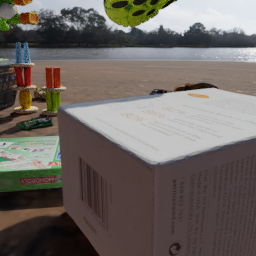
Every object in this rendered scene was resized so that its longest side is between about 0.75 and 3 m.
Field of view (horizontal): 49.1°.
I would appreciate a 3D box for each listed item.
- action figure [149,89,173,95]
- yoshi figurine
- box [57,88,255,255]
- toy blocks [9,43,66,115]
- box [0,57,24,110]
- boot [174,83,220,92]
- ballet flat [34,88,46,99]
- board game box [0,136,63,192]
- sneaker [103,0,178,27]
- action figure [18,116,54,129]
[{"bbox_3d":[1.300,-1.319,11.361,0.986,0.526,1.515,-2,11,20],"label":"action figure"},{"bbox_3d":[-2.243,-2.088,4.953,1.281,0.720,0.717,0,-15,10],"label":"yoshi figurine"},{"bbox_3d":[0.815,0.461,3.480,2.778,1.477,2.115,-9,19,-29],"label":"box"},{"bbox_3d":[-2.949,-1.617,9.165,1.870,2.244,0.815,4,16,11],"label":"toy blocks"},{"bbox_3d":[-4.436,-1.415,9.336,0.559,1.729,2.193,24,20,3],"label":"box"},{"bbox_3d":[2.984,-1.682,12.257,1.915,0.706,1.481,6,13,11],"label":"boot"},{"bbox_3d":[-3.472,-1.449,11.783,1.436,0.469,0.506,10,17,30],"label":"ballet flat"},{"bbox_3d":[-1.543,0.564,5.111,2.557,0.372,1.720,-2,17,-8],"label":"board game box"},{"bbox_3d":[0.421,-3.398,6.710,2.994,1.251,1.109,-39,-6,-30],"label":"sneaker"},{"bbox_3d":[-2.593,-0.142,7.786,0.947,0.259,0.559,-19,28,-39],"label":"action figure"}]
